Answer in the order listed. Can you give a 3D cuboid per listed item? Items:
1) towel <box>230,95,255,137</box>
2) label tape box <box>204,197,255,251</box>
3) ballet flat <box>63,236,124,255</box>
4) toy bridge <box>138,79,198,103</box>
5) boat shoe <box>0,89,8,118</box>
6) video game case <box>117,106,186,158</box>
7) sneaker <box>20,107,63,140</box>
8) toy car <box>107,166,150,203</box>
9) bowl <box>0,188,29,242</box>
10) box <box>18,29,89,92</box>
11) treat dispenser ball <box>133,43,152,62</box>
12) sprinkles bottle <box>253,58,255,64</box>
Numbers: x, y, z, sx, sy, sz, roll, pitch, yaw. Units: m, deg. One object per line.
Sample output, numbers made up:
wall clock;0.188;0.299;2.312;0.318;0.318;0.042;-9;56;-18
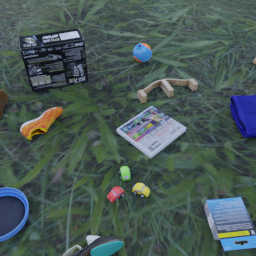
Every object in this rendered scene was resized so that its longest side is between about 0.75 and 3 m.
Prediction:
towel;5.518;-0.431;10.844;2.773;0.687;2.048;-1;51;-2
label tape box;2.838;2.691;7.711;1.061;0.466;1.472;-4;44;-4
ballet flat;-1.053;3.152;7.154;1.887;0.641;0.645;-22;40;-22
toy bridge;1.712;-1.785;12.355;2.798;0.381;0.940;-15;46;-16
boat shoe;-5.460;-0.737;11.215;0.665;0.667;1.848;-16;49;28
video game case;0.882;0.081;10.566;1.972;0.227;1.796;-34;54;-29
sneaker;-3.165;-0.166;10.654;0.701;0.664;1.818;44;62;11
toy car;-0.046;1.674;8.872;1.344;0.300;1.264;-7;45;-7
bowl;-3.670;2.483;8.034;1.632;0.320;1.632;0;44;0
box;-3.177;-2.958;12.300;2.611;2.138;1.124;-14;46;-13
treat dispenser ball;0.717;-3.755;13.994;0.931;0.931;0.931;0;44;0
sprinkles bottle;6.740;-3.064;13.636;0.421;0.421;1.234;-28;50;-26
